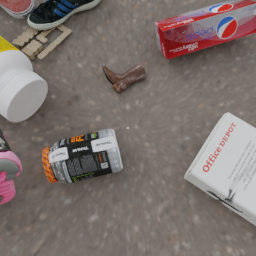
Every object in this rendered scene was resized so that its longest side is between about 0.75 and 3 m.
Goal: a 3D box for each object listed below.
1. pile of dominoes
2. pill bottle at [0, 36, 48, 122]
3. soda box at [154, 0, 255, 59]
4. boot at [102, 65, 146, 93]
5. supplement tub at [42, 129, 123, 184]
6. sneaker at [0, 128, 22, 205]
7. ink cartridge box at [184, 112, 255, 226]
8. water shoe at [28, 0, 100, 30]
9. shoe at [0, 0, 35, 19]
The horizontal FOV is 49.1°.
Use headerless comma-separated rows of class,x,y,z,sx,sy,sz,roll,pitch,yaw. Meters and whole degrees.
pile of dominoes,-2.411,-2.506,7.914,1.068,0.218,1.371,34,68,14
pill bottle,-3.448,-1.478,6.774,2.928,1.646,1.646,37,77,11
soda box,2.014,-2.617,7.299,2.481,0.787,0.869,-17,37,0
boot,-0.091,-1.507,7.486,0.970,0.312,0.904,-33,89,-6
supplement tub,-1.030,0.675,6.457,1.675,1.026,1.026,-13,74,-4
sneaker,-2.884,0.819,5.632,1.054,2.668,1.273,-12,64,-42
ink cartridge box,2.736,1.027,6.355,2.372,0.993,1.711,33,76,9
water shoe,-1.837,-3.586,7.771,2.280,0.900,0.815,-32,67,-11
shoe,-3.970,-4.337,7.805,2.959,1.346,1.057,35,76,10
